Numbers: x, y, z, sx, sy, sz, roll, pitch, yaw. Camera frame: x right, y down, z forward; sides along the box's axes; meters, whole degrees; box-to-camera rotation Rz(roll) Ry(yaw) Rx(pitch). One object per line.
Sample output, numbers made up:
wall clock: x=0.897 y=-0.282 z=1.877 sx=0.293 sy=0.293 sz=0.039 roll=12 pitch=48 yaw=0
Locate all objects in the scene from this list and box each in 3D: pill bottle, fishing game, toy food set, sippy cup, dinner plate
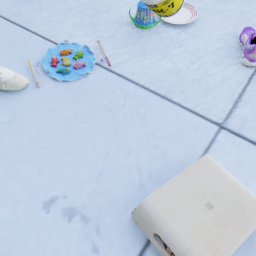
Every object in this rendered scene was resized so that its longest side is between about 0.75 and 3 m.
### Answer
pill bottle: x=0.734 y=-3.330 z=6.723 sx=0.941 sy=0.941 sz=1.647 roll=30 pitch=16 yaw=20
fishing game: x=-2.239 y=-2.638 z=10.574 sx=2.957 sy=0.460 sz=2.117 roll=-17 pitch=59 yaw=-12
toy food set: x=1.857 y=2.108 z=6.951 sx=2.916 sy=0.881 sz=2.092 roll=-29 pitch=60 yaw=-29
sippy cup: x=0.730 y=-4.873 z=11.882 sx=1.252 sy=0.918 sz=0.983 roll=-18 pitch=55 yaw=-12
dinner plate: x=2.201 y=-5.106 z=12.490 sx=1.805 sy=0.219 sz=1.805 roll=0 pitch=53 yaw=0

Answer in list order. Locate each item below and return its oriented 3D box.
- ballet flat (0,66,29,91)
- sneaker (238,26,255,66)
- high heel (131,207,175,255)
ballet flat: x=-4.691 y=-1.843 z=9.796 sx=2.384 sy=0.743 sz=0.804 roll=10 pitch=54 yaw=7
sneaker: x=4.825 y=-3.355 z=10.785 sx=0.846 sy=0.930 sz=2.103 roll=7 pitch=53 yaw=6
high heel: x=0.699 y=2.666 z=6.828 sx=1.193 sy=0.598 sz=1.674 roll=-15 pitch=69 yaw=24
